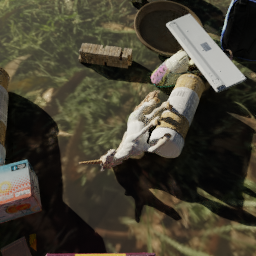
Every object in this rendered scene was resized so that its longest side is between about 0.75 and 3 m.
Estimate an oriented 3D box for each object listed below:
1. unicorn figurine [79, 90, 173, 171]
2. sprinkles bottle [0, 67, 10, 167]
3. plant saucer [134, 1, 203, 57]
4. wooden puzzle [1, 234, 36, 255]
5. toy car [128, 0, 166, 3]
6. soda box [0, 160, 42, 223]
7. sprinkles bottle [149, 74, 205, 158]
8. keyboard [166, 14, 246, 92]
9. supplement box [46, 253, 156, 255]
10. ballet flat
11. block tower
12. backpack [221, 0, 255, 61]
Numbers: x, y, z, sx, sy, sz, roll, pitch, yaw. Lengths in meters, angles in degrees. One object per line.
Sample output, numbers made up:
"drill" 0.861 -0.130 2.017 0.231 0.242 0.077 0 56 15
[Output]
"unicorn figurine" 0.198 0.139 6.521 0.881 1.639 2.387 50 35 -12
"sprinkles bottle" -3.472 -0.299 6.883 0.978 0.978 2.867 -9 54 -7
"plant saucer" 1.317 -3.187 9.107 2.299 0.339 2.299 3 66 -6
"wooden puzzle" -2.150 2.441 5.421 0.835 0.098 0.564 -20 52 -14
"toy car" 0.809 -5.747 10.406 2.179 1.634 1.907 15 56 16
"soda box" -3.172 1.511 5.634 2.614 0.831 0.894 -13 54 -11
"sprinkles bottle" 1.273 -0.363 7.032 0.784 0.784 2.296 19 56 14
"keyboard" 2.039 -2.162 7.672 0.820 0.155 2.914 -21 59 -7
"supplement box" -0.381 3.320 3.968 1.748 1.378 2.670 -1 54 -1
"ballet flat" 1.854 -1.860 8.069 2.477 0.882 0.856 -13 59 -9
"block tower" -0.702 -2.231 8.613 1.636 0.473 0.442 7 54 6
"backpack" 3.795 -3.084 8.340 1.752 1.914 1.407 21 56 13
